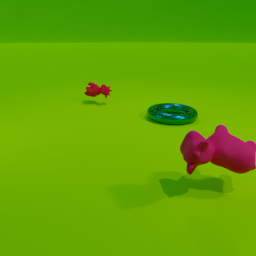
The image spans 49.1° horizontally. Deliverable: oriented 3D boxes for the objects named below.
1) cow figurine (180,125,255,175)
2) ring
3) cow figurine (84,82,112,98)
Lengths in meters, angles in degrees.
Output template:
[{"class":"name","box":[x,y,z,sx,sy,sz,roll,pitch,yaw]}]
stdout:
[{"class":"cow figurine","box":[1.556,0.441,4.768,1.288,0.707,1.267,28,32,12]},{"class":"ring","box":[1.464,-0.493,9.293,1.692,0.338,1.692,1,19,0]},{"class":"cow figurine","box":[-1.189,-1.467,11.167,0.970,0.541,0.986,18,-17,-14]}]
